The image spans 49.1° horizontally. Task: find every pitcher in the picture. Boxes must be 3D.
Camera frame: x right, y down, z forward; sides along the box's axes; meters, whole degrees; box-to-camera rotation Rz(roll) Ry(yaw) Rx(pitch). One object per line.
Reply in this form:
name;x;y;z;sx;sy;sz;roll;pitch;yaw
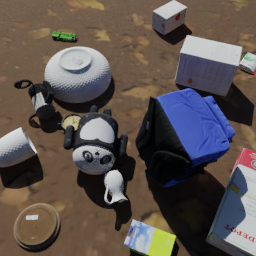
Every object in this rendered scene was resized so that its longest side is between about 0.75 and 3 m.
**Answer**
pitcher;-0.463;1.799;8.457;0.817;0.577;0.952;3;65;-51

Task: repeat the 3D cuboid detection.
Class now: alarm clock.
alarm clock;-1.897;-0.163;10.313;1.211;0.403;0.817;-29;59;-17

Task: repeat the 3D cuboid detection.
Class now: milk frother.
milk frother;-3.477;-1.136;10.451;1.288;1.162;1.211;-9;52;-30

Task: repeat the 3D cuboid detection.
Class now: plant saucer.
plant saucer;-2.699;2.864;8.269;1.385;0.204;1.385;-1;54;1

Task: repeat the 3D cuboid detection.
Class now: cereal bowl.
cereal bowl;-2.081;-2.412;11.479;2.762;1.150;2.762;0;53;0

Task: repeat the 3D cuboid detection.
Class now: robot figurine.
robot figurine;-1.034;0.391;9.223;1.704;1.416;2.269;-11;55;26

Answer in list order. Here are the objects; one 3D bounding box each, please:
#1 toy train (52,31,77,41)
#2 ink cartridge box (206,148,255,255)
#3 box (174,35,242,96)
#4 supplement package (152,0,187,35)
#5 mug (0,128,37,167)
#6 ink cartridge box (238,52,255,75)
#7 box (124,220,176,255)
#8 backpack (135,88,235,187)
toy train;-3.070;-4.390;13.455;1.226;0.256;0.346;9;65;6
ink cartridge box;3.729;2.321;7.930;2.083;1.184;2.859;24;62;18
box;3.145;-2.473;11.181;2.188;1.666;1.163;18;56;12
supplement package;2.028;-5.451;13.791;1.513;0.917;0.906;-37;62;-23
mug;-3.924;0.660;9.450;1.227;1.033;1.399;-30;29;-13
ink cartridge box;5.567;-2.756;12.263;1.146;0.287;0.922;31;60;22
box;0.617;3.214;7.928;1.299;0.310;0.792;18;56;11
backpack;1.561;0.484;8.193;2.278;2.714;2.205;-10;64;-23
